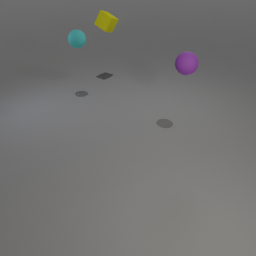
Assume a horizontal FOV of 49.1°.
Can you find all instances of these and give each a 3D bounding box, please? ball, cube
[{"bbox_3d":[-2.006,-3.503,11.025,0.700,0.700,0.700,0,30,0],"label":"ball"},{"bbox_3d":[-1.007,-4.937,13.007,0.700,0.700,0.700,37,26,12],"label":"cube"},{"bbox_3d":[1.780,-1.956,8.493,0.700,0.700,0.700,0,30,0],"label":"ball"}]
